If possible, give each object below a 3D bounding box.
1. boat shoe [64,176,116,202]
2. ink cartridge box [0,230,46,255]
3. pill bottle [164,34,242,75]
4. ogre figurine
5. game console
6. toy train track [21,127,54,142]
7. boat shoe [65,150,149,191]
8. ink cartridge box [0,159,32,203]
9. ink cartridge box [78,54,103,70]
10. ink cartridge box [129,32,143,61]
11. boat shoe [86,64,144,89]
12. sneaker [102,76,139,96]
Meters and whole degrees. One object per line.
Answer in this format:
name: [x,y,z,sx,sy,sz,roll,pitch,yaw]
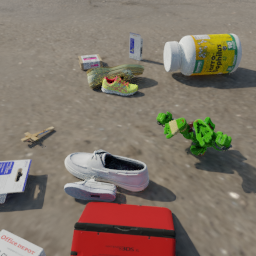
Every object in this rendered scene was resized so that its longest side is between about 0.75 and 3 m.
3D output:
boat shoe: [-0.903,1.438,6.926,1.270,0.469,0.541,5,38,3]
ink cartridge box: [-2.319,2.753,5.097,1.043,0.605,1.446,15,40,19]
pill bottle: [3.067,-3.075,11.831,2.918,1.645,1.645,-4,38,-7]
ogre figurine: [1.952,0.158,7.692,2.200,1.319,1.080,-3,72,41]
game console: [-0.067,2.429,5.867,2.011,1.193,1.733,3,69,4]
toy train track: [-2.796,0.236,8.758,0.628,0.178,1.095,23,37,38]
boat shoe: [-0.594,0.963,7.258,2.352,0.806,0.847,17,41,21]
ink cartridge box: [-3.699,1.372,7.047,2.411,0.447,1.142,-5,37,-3]
ink cartridge box: [-1.713,-3.016,12.797,0.994,0.373,0.819,-10,37,-14]
ink cartridge box: [0.376,-3.844,13.143,0.627,1.261,0.247,24,44,26]
boat shoe: [-0.456,-2.111,11.421,2.395,0.753,0.874,-9,-2,-19]
sneaker: [-0.311,-1.659,10.802,1.453,0.656,0.568,4,36,3]
